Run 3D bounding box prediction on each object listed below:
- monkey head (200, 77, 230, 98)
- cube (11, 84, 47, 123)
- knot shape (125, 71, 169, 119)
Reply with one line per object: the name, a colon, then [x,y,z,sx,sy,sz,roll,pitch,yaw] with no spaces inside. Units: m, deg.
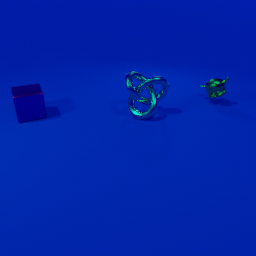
monkey head: [3.224,-1.463,10.126,0.841,0.704,1.169,-14,2,-44]
cube: [-3.248,-0.832,9.198,0.915,0.915,0.915,-12,32,-20]
knot shape: [0.529,-1.019,9.128,1.572,1.471,0.727,14,2,-16]
